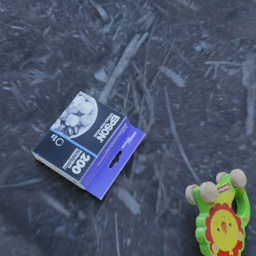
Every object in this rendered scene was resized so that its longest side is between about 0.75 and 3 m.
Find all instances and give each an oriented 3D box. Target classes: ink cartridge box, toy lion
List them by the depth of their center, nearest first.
[{"bbox_3d":[2.415,2.226,7.038,2.060,0.707,1.974,-12,79,-37],"label":"toy lion"},{"bbox_3d":[-1.104,0.409,8.127,2.417,0.524,2.394,29,69,15],"label":"ink cartridge box"}]
